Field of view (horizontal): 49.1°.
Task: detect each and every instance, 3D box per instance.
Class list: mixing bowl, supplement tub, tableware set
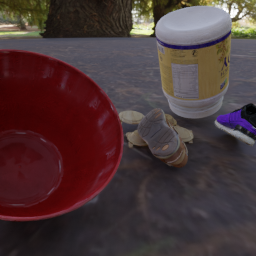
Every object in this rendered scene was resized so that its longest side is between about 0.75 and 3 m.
[{"bbox_3d":[-1.513,0.268,4.131,2.618,1.418,2.618,14,51,-17],"label":"mixing bowl"},{"bbox_3d":[1.845,-1.780,7.848,1.916,2.635,1.916,-8,40,7],"label":"supplement tub"},{"bbox_3d":[0.650,-0.013,7.043,1.893,0.220,1.581,1,29,-10],"label":"tableware set"}]

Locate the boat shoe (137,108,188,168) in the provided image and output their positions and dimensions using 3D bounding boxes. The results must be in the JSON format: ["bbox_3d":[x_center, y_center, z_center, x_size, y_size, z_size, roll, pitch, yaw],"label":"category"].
[{"bbox_3d":[0.732,0.211,6.011,0.758,0.718,2.001,-39,24,13],"label":"boat shoe"}]

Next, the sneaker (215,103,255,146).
[{"bbox_3d":[2.609,-0.181,6.404,0.586,0.838,1.685,28,10,-9],"label":"sneaker"}]
